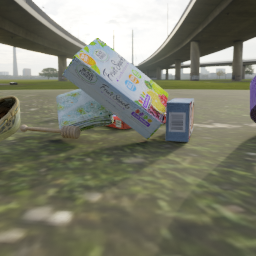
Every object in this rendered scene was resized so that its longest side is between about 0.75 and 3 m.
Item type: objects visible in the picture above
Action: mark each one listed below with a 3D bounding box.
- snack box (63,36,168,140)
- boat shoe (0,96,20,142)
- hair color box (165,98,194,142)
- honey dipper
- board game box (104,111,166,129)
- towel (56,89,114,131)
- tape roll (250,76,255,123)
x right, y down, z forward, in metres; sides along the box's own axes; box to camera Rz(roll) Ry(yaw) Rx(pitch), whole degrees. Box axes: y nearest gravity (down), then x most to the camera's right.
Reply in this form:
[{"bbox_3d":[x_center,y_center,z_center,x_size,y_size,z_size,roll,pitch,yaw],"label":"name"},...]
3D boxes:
[{"bbox_3d":[-0.146,-0.953,6.297,2.240,0.593,1.593,37,31,-10],"label":"snack box"},{"bbox_3d":[-2.100,0.108,3.422,1.714,0.628,0.537,-44,-6,-39],"label":"boat shoe"},{"bbox_3d":[1.238,-0.243,6.516,0.507,0.828,1.672,3,10,15],"label":"hair color box"},{"bbox_3d":[-1.741,0.036,6.130,1.469,0.279,0.279,5,11,20],"label":"honey dipper"},{"bbox_3d":[0.430,-0.301,8.665,2.674,0.260,1.376,-8,14,-41],"label":"board game box"},{"bbox_3d":[-1.060,-0.495,6.725,1.270,0.357,1.484,-14,42,-6],"label":"towel"},{"bbox_3d":[3.842,-0.682,6.426,1.933,0.821,1.933,8,-23,4],"label":"tape roll"}]
